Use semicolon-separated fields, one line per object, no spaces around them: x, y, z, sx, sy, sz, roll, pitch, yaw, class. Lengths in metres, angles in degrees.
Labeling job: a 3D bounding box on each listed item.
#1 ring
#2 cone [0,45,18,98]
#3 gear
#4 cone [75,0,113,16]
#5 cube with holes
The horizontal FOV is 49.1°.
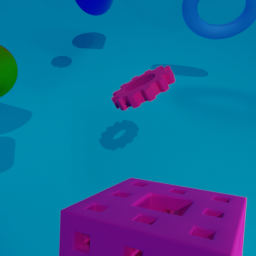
2.530;-3.298;7.631;2.091;2.091;0.418;7;59;7;ring
-3.387;-1.480;6.314;1.326;1.326;1.331;-28;46;-26;cone
0.288;-0.797;5.506;1.275;0.236;1.275;-26;22;11;gear
-0.813;-4.658;9.234;1.583;1.583;1.589;-25;23;-24;cone
0.250;1.123;2.187;1.107;1.107;1.107;5;5;26;cube with holes
